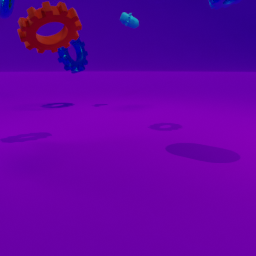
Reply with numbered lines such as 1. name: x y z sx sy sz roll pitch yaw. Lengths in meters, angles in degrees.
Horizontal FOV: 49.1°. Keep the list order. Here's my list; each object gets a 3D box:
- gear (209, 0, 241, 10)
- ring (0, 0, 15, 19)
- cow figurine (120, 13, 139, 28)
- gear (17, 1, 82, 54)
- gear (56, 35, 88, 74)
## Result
1. gear: 2.456 -3.104 6.457 1.130 0.209 1.130 -17 2 1
2. ring: -2.514 -2.920 5.665 0.271 1.355 1.355 -2 12 -32
3. cow figurine: 0.082 -4.176 10.938 0.919 0.504 0.904 16 18 -30
4. gear: -1.583 -2.014 5.726 1.243 0.230 1.243 -21 -16 -6
5. gear: -2.310 -3.156 11.588 0.320 1.729 1.729 -8 7 29
